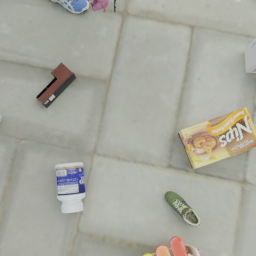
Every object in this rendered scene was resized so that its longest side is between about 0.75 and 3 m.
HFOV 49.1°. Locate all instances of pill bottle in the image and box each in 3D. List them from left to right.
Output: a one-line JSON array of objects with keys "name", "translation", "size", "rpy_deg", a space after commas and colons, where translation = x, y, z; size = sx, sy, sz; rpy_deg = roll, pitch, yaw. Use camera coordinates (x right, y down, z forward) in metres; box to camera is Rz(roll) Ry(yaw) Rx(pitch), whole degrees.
[{"name": "pill bottle", "translation": [-1.726, 1.784, 8.465], "size": [0.852, 0.852, 1.423], "rpy_deg": [-5, 83, -1]}]

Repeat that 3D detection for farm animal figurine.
[{"name": "farm animal figurine", "translation": [-0.847, -4.352, 6.705], "size": [1.410, 2.705, 2.675], "rpy_deg": [-27, 100, 8]}]

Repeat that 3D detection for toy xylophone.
[{"name": "toy xylophone", "translation": [0.897, 4.568, 8.097], "size": [2.982, 0.749, 2.183], "rpy_deg": [-25, 83, -3]}]

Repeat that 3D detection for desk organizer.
[{"name": "desk organizer", "translation": [-2.402, -1.386, 9.109], "size": [0.552, 0.514, 1.435], "rpy_deg": [42, 83, 8]}]

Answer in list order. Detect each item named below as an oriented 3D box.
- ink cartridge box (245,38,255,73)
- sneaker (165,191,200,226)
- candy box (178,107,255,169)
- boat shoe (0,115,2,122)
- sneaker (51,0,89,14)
[{"name": "ink cartridge box", "translation": [4.952, -2.305, 8.728], "size": [2.059, 1.508, 0.884], "rpy_deg": [1, 83, 0]}, {"name": "sneaker", "translation": [1.691, 2.446, 8.486], "size": [0.450, 0.603, 1.342], "rpy_deg": [-44, 84, -6]}, {"name": "candy box", "translation": [2.851, 0.328, 8.794], "size": [2.196, 0.607, 1.268], "rpy_deg": [-19, 82, -3]}, {"name": "boat shoe", "translation": [-4.926, -0.591, 8.991], "size": [1.743, 0.493, 0.598], "rpy_deg": [21, 82, 3]}, {"name": "sneaker", "translation": [-2.086, -4.421, 9.499], "size": [1.610, 0.620, 0.609], "rpy_deg": [23, 81, 2]}]
